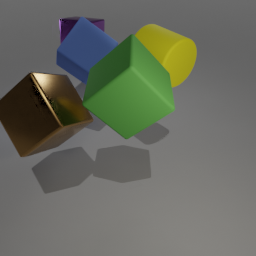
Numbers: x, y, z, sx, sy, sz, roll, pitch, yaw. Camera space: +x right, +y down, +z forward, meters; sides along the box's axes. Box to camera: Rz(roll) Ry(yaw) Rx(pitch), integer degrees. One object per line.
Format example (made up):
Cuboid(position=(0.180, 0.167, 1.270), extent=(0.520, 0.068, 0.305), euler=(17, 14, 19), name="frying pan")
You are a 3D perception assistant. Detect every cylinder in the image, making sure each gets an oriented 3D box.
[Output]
Cuboid(position=(0.971, -2.060, 7.979), extent=(1.400, 1.400, 1.400), euler=(-24, 46, -32), name="cylinder")

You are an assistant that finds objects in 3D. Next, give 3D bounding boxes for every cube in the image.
Cuboid(position=(-1.973, -0.336, 6.689), extent=(1.400, 1.400, 1.400), euler=(-34, -5, 22), name="cube")
Cuboid(position=(-1.385, -2.442, 9.223), extent=(1.400, 1.400, 1.400), euler=(34, -12, -10), name="cube")
Cuboid(position=(-1.882, -3.819, 11.708), extent=(1.400, 1.400, 1.400), euler=(11, 27, 14), name="cube")
Cuboid(position=(0.030, -0.887, 6.244), extent=(1.400, 1.400, 1.400), euler=(-32, 35, 28), name="cube")
